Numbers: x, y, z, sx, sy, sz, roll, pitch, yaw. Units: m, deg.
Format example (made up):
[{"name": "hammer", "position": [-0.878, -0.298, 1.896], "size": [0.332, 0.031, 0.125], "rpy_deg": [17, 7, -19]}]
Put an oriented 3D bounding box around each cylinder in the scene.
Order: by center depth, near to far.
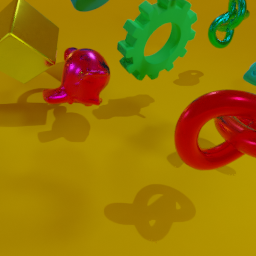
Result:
[{"name": "cylinder", "position": [-1.146, -4.049, 7.530], "size": [1.266, 1.266, 1.266], "rpy_deg": [-26, -1, 0]}]

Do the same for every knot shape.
[{"name": "knot shape", "position": [1.448, 0.012, 3.133], "size": [1.667, 0.770, 1.560], "rpy_deg": [-12, -10, 28]}, {"name": "knot shape", "position": [2.904, -3.093, 7.862], "size": [0.697, 1.412, 1.508], "rpy_deg": [36, 67, 12]}]

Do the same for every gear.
[{"name": "gear", "position": [0.689, -1.999, 6.388], "size": [1.963, 1.963, 0.363], "rpy_deg": [-22, 55, -27]}]

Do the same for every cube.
[{"name": "cube", "position": [-2.258, -1.809, 5.945], "size": [1.087, 1.087, 1.087], "rpy_deg": [-21, 56, 31]}]

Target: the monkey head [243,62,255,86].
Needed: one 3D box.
[{"name": "monkey head", "position": [2.479, -0.866, 4.465], "size": [1.249, 1.046, 1.737], "rpy_deg": [-40, 41, -4]}]

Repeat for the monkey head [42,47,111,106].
[{"name": "monkey head", "position": [-1.099, -1.073, 5.903], "size": [1.402, 1.174, 1.949], "rpy_deg": [-10, 32, -25]}]
